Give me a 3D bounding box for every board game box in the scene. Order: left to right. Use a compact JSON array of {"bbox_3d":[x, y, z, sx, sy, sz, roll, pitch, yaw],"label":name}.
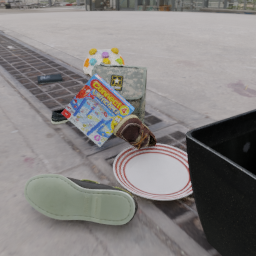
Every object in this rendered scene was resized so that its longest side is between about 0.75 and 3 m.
[{"bbox_3d":[-0.943,-0.548,8.917,1.674,1.639,0.468,41,13,-4],"label":"board game box"}]

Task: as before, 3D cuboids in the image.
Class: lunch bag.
[{"bbox_3d":[-0.311,-1.143,10.099,1.920,2.341,1.377,5,29,8],"label":"lunch bag"}]

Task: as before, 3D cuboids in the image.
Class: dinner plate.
[{"bbox_3d":[0.809,1.203,7.845,2.462,0.298,2.462,2,29,-1],"label":"dinner plate"}]

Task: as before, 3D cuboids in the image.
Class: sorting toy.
[{"bbox_3d":[-1.183,-3.315,15.638,2.514,1.343,2.263,-6,48,-10],"label":"sorting toy"}]

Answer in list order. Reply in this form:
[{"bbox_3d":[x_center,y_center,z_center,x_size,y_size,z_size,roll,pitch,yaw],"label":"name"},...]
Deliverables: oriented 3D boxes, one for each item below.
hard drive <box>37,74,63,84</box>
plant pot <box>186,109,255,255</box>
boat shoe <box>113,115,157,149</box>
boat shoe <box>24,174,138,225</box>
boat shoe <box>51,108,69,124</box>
[{"bbox_3d":[-4.211,-2.653,15.104,1.270,0.209,0.887,-9,30,-16],"label":"hard drive"},{"bbox_3d":[2.932,1.416,5.155,2.907,2.585,2.914,-15,33,-27],"label":"plant pot"},{"bbox_3d":[0.310,0.209,7.920,0.749,0.750,2.080,42,5,24],"label":"boat shoe"},{"bbox_3d":[-1.088,1.661,6.502,2.662,0.949,0.802,9,-7,14],"label":"boat shoe"},{"bbox_3d":[-2.254,-0.666,11.081,1.693,0.561,0.633,-18,33,-30],"label":"boat shoe"}]
